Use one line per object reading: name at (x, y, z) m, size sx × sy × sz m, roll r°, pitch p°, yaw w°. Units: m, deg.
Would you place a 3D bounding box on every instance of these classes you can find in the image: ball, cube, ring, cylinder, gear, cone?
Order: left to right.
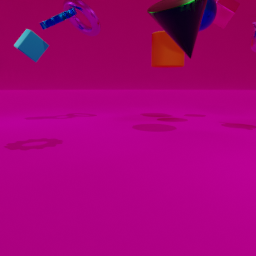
cube at (-3.436, -2.930, 9.963) m, size 0.779 × 0.779 × 0.779 m, roll 38°, pitch -1°, yaw -37°
gear at (-2.425, -3.820, 9.761) m, size 1.313 × 0.243 × 1.313 m, roll -20°, pitch 26°, yaw 10°
ring at (-1.724, -4.130, 10.483) m, size 1.666 × 0.333 × 1.666 m, roll 33°, pitch -15°, yaw 10°
cylinder at (1.595, -3.105, 11.183) m, size 1.308 × 1.308 × 1.308 m, roll 0°, pitch 10°, yaw 0°
cone at (1.464, -2.532, 7.296) m, size 1.562 × 1.568 × 1.562 m, roll -16°, pitch 31°, yaw 10°
ball at (2.150, -3.659, 8.795) m, size 1.237 × 1.237 × 1.237 m, roll 0°, pitch 9°, yaw 0°
cube at (3.451, -4.226, 10.148) m, size 0.737 × 0.737 × 0.737 m, roll 33°, pitch -32°, yaw 4°

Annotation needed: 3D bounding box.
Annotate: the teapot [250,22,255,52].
teapot at (3.939, -2.584, 7.770) m, size 1.110 × 0.874 × 1.785 m, roll -17°, pitch 27°, yaw 1°
